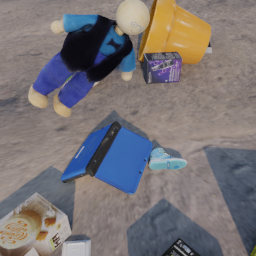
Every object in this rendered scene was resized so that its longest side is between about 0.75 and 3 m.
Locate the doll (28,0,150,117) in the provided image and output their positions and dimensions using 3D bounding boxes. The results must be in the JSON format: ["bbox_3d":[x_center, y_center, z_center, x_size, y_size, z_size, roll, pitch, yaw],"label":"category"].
[{"bbox_3d":[-0.699,-1.342,5.527,2.018,2.958,0.717,23,43,-37],"label":"doll"}]

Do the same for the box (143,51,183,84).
[{"bbox_3d":[1.302,-2.307,10.732,1.351,1.000,0.705,-6,39,-6],"label":"box"}]

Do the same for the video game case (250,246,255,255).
[{"bbox_3d":[3.162,2.010,4.850,1.639,1.481,0.209,4,39,5],"label":"video game case"}]

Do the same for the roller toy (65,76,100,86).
[{"bbox_3d":[-1.710,-2.151,10.427,1.592,1.112,1.452,-20,44,-8],"label":"roller toy"}]

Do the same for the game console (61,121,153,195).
[{"bbox_3d":[-0.496,0.844,7.211,1.632,1.132,1.912,-25,23,35],"label":"game console"}]

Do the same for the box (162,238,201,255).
[{"bbox_3d":[1.011,2.803,4.517,1.231,0.647,1.504,-31,48,-33],"label":"box"}]

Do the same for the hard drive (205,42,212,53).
[{"bbox_3d":[3.201,-3.845,13.230,1.454,0.308,0.981,4,38,5],"label":"hard drive"}]

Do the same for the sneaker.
[{"bbox_3d":[1.023,0.755,7.340,0.972,0.387,0.635,0,40,-1],"label":"sneaker"}]

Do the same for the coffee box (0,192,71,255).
[{"bbox_3d":[-2.049,2.165,5.299,0.965,0.673,1.687,24,44,29],"label":"coffee box"}]

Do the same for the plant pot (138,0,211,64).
[{"bbox_3d":[1.952,-3.798,11.599,2.435,2.659,2.659,14,38,-7],"label":"plant pot"}]

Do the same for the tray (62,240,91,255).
[{"bbox_3d":[-0.993,2.578,5.242,0.568,0.117,1.058,-3,38,-3],"label":"tray"}]
